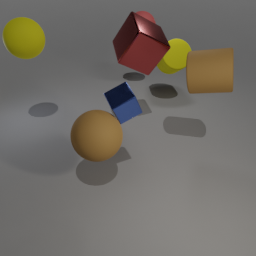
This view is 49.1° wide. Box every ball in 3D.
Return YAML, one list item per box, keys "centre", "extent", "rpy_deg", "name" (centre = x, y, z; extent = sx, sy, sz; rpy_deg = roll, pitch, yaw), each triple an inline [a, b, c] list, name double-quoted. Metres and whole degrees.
- centre: [-0.838, 0.206, 7.545]
  extent: [1.400, 1.400, 1.400]
  rpy_deg: [0, 30, 0]
  name: "ball"
- centre: [-3.626, -3.129, 9.800]
  extent: [1.400, 1.400, 1.400]
  rpy_deg: [0, 30, 0]
  name: "ball"
- centre: [0.700, -5.137, 14.091]
  extent: [1.400, 1.400, 1.400]
  rpy_deg: [0, 30, 0]
  name: "ball"

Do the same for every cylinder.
- centre: [2.130, -3.345, 13.253]
  extent: [1.400, 1.400, 1.400]
  rpy_deg: [-4, 3, -7]
  name: "cylinder"
- centre: [2.700, -1.849, 9.171]
  extent: [1.400, 1.400, 1.400]
  rpy_deg: [0, 29, 20]
  name: "cylinder"

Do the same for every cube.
- centre: [-0.129, -0.676, 7.591]
  extent: [0.700, 0.700, 0.700]
  rpy_deg: [-29, 51, 0]
  name: "cube"
- centre: [0.448, -3.055, 10.230]
  extent: [1.400, 1.400, 1.400]
  rpy_deg: [15, 43, -31]
  name: "cube"
